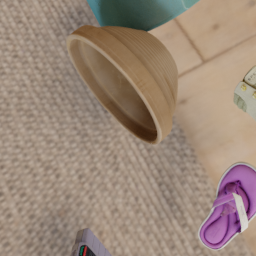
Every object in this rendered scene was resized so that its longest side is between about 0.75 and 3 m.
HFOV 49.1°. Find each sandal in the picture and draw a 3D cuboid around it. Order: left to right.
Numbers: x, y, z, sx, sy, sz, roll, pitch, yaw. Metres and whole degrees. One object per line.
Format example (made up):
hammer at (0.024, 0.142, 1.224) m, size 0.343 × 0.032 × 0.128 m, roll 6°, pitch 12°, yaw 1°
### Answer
sandal at (1.905, 1.598, 5.221) m, size 0.843 × 0.509 × 2.071 m, roll 26°, pitch 118°, yaw 23°

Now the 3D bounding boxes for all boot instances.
boot at (2.736, -0.420, 4.667) m, size 0.846 × 2.349 × 1.816 m, roll -35°, pitch 71°, yaw -8°

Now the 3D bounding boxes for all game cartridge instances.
game cartridge at (-0.554, 2.743, 4.358) m, size 0.384 × 2.002 × 1.298 m, roll -18°, pitch 119°, yaw 13°

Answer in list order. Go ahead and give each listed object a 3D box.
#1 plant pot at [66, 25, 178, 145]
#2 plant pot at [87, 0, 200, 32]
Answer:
plant pot at (0.085, -0.935, 5.021) m, size 1.108 × 2.400 × 2.400 m, roll -43°, pitch 82°, yaw -14°
plant pot at (0.421, -2.747, 5.012) m, size 1.705 × 2.414 × 1.706 m, roll -40°, pitch 122°, yaw -15°
